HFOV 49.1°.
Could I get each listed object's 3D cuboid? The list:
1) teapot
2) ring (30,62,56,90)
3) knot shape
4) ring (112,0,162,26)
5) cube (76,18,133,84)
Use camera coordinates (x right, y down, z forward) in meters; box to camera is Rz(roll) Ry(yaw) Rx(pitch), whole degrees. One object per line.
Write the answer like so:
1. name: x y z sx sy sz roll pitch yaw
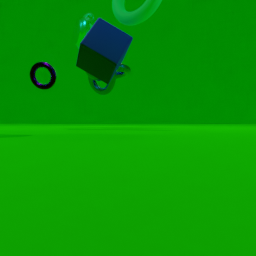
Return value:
1. teapot: -1.218 -2.826 8.657 0.789 1.611 1.002 5 -14 -25
2. ring: -3.255 -1.997 10.721 1.069 1.069 0.214 0 17 10
3. knot shape: -0.935 -2.193 10.469 1.796 0.830 1.680 -27 -50 20
4. ring: 0.261 -3.639 7.599 1.741 1.741 0.348 1 -9 40
5. cube: -0.622 -1.946 7.176 0.992 0.992 0.992 29 -26 -4
